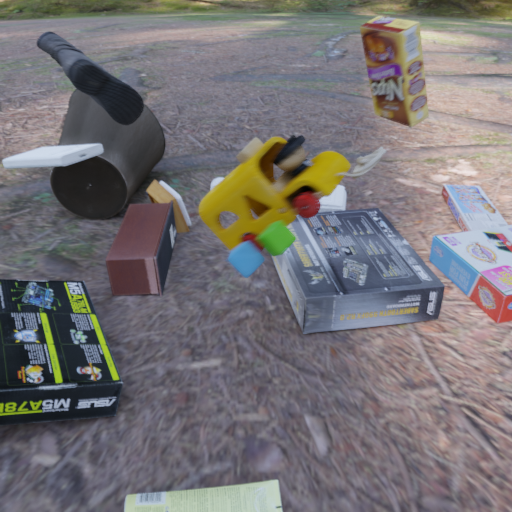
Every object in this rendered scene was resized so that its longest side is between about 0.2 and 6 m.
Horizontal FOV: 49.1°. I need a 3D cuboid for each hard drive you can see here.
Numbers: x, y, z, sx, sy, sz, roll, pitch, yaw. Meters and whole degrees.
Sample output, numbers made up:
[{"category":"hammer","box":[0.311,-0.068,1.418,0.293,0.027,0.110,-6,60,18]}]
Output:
[{"category":"hard drive","box":[-3.563,-1.746,9.827,1.479,0.197,0.976,4,25,30]}]

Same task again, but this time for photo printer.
[{"category":"photo printer","box":[1.563,-1.333,13.581,1.216,0.508,1.462,4,30,8]}]

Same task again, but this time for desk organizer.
[{"category":"desk organizer","box":[-2.249,-0.203,11.310,0.944,0.879,2.452,-2,30,1]}]

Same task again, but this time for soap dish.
[{"category":"soap dish","box":[-2.023,-1.114,12.860,0.490,0.948,1.206,-31,39,-16]}]

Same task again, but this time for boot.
[{"category":"boot","box":[-2.969,-3.291,10.289,0.698,1.999,1.316,-46,65,2]}]

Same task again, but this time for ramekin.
[{"category":"ramekin","box":[-0.895,-1.679,14.165,0.553,0.553,0.269,3,37,5]}]

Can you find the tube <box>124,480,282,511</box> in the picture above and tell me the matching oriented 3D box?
[{"category":"tube","box":[-0.586,2.937,6.403,1.793,0.520,0.465,-2,-14,-7]}]

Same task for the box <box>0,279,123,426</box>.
[{"category":"box","box":[-3.717,1.276,8.224,2.851,0.701,2.953,5,24,-32]}]

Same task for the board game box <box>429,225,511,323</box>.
[{"category":"board game box","box":[5.315,0.178,10.882,3.015,0.608,2.307,-8,31,-13]}]

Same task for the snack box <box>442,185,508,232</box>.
[{"category":"snack box","box":[5.187,-1.065,13.316,0.921,0.312,2.563,1,30,3]}]

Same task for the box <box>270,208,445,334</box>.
[{"category":"box","box":[1.723,0.149,10.773,2.511,0.766,3.170,-6,31,-10]}]

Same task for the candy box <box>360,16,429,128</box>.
[{"category":"candy box","box":[2.032,-2.676,8.176,0.405,1.436,0.838,-33,39,-14]}]

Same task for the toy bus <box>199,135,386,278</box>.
[{"category":"toy bus","box":[0.237,-1.021,7.750,2.372,1.226,2.238,-44,10,-1]}]

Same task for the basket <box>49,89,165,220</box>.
[{"category":"basket","box":[-3.781,-2.514,13.920,2.155,2.857,3.168,-36,28,25]}]
